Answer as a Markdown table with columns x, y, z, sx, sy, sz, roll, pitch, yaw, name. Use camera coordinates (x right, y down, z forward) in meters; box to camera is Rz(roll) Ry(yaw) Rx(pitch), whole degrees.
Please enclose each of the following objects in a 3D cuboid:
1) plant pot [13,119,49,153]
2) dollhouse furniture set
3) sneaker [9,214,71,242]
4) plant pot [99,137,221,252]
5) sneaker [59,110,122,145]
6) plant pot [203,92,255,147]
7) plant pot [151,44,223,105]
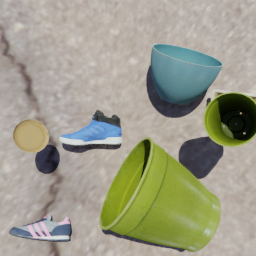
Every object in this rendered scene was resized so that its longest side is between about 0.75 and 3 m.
| x | y | z | sx | sy | sz | roll | pitch | yaw | name |
| --- | --- | --- | --- | --- | --- | --- | --- | --- | --- |
| -2.197 | 0.190 | 6.337 | 0.790 | 0.109 | 0.790 | 11 | 68 | -29 | plant pot |
| 3.426 | -0.140 | 7.065 | 2.504 | 1.777 | 1.984 | 7 | 86 | 0 | dollhouse furniture set |
| -2.349 | 2.680 | 7.579 | 1.645 | 0.577 | 0.675 | 4 | 65 | 1 | sneaker |
| 0.882 | 1.824 | 6.846 | 2.299 | 2.388 | 2.388 | 31 | 87 | -9 | plant pot |
| -1.006 | -0.023 | 7.612 | 1.681 | 0.645 | 0.935 | -1 | 92 | -4 | sneaker |
| 2.275 | -0.130 | 5.988 | 1.099 | 1.058 | 1.099 | -3 | 84 | 27 | plant pot |
| 1.375 | -1.331 | 7.320 | 1.817 | 1.817 | 1.223 | 14 | 117 | 1 | plant pot |
